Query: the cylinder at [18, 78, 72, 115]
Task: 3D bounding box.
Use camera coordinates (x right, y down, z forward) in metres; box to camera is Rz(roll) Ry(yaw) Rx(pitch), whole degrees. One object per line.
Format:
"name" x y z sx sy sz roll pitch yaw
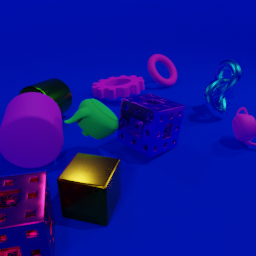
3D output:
"cylinder" -2.320 -0.765 7.921 1.100 1.100 1.100 10 24 18

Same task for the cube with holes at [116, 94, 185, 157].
"cube with holes" 0.528 -0.116 6.659 1.069 1.069 1.069 25 27 37

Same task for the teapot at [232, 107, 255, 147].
"teapot" 2.941 0.020 6.917 0.560 0.711 1.143 -11 70 5

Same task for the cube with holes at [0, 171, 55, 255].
"cube with holes" -1.640 1.408 3.983 1.046 1.046 1.046 -6 28 -11

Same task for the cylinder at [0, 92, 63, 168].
"cylinder" -2.122 0.019 6.239 1.284 1.284 1.284 -7 29 -12

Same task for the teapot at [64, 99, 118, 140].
"teapot" -0.746 -0.147 6.074 0.965 0.760 1.551 45 11 27

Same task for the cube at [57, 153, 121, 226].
"cube" -0.638 1.043 4.903 0.840 0.840 0.840 7 29 13

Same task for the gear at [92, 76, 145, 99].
"gear" -0.341 -1.447 9.783 1.790 0.331 1.790 -6 23 3

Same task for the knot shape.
"knot shape" 2.842 -1.101 8.565 0.801 1.733 1.621 23 -3 17

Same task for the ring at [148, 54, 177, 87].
"ring" 1.332 -2.217 10.743 1.362 1.362 0.272 -26 -5 -40
